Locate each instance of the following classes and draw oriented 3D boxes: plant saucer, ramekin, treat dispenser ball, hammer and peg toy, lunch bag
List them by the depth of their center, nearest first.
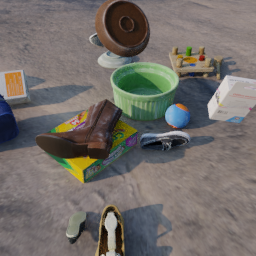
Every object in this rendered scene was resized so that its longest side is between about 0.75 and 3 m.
[{"bbox_3d":[-0.085,-3.415,9.374,2.037,2.037,0.351,-23,5,-25],"label":"plant saucer"},{"bbox_3d":[-5.201,-0.204,9.910,2.164,1.470,1.432,-24,57,-29],"label":"lunch bag"},{"bbox_3d":[1.916,-0.459,10.811,0.940,0.940,0.940,0,40,0],"label":"treat dispenser ball"},{"bbox_3d":[0.676,-1.522,11.728,2.762,1.349,2.762,0,40,0],"label":"ramekin"},{"bbox_3d":[3.603,-3.383,14.250,2.791,0.984,2.053,0,40,-1],"label":"hammer and peg toy"},{"bbox_3d":[-0.722,-3.837,15.216,1.858,0.466,1.858,0,40,0],"label":"plant saucer"}]

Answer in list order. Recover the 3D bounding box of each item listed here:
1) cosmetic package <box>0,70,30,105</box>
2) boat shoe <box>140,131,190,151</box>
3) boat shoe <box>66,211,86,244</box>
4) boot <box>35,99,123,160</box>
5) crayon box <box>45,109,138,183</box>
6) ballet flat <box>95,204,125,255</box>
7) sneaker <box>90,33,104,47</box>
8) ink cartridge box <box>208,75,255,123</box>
[{"bbox_3d":[-5.496,-1.610,11.774,2.439,0.869,1.237,-10,83,-11],"label":"cosmetic package"},{"bbox_3d":[1.310,0.521,9.858,1.774,0.636,0.601,0,39,4],"label":"boat shoe"},{"bbox_3d":[-1.362,2.655,7.469,0.424,0.376,1.134,0,15,-1],"label":"boat shoe"},{"bbox_3d":[-1.499,-0.135,9.369,2.415,0.832,2.591,11,42,0],"label":"boot"},{"bbox_3d":[-1.324,0.427,9.851,2.225,0.752,2.579,30,48,31],"label":"crayon box"},{"bbox_3d":[-0.454,2.971,6.791,0.842,0.773,2.454,-2,40,-4],"label":"ballet flat"},{"bbox_3d":[-1.463,-5.526,17.116,2.236,0.833,0.974,-24,37,-37],"label":"sneaker"},{"bbox_3d":[3.283,-0.951,8.486,1.055,1.832,0.621,7,57,-5],"label":"ink cartridge box"}]
